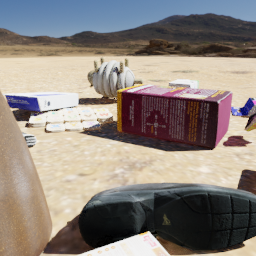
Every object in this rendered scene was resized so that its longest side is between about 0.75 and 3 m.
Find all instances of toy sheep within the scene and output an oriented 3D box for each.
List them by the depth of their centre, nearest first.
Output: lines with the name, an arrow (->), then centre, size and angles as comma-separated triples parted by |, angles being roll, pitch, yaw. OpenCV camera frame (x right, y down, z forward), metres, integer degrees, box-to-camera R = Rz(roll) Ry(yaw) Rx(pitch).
toy sheep -> -0.611, -2.196, 12.511 | 2.656, 1.831, 1.831 | 9, 19, 22

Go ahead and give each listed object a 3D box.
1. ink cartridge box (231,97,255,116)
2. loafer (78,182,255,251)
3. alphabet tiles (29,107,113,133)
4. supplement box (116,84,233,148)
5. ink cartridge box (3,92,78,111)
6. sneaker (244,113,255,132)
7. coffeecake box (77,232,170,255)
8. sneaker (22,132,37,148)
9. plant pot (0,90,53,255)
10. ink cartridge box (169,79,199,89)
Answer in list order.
ink cartridge box -> 5.470, -0.744, 10.469 | 2.988, 0.554, 1.415 | 2, 18, 15
loafer -> 0.623, 1.101, 3.971 | 2.525, 0.919, 0.913 | 2, 13, 1
alphabet tiles -> -1.970, -0.386, 9.772 | 2.781, 0.203, 2.720 | -5, 18, -13
supplement box -> 1.336, -0.475, 8.242 | 2.972, 1.273, 1.640 | 10, 20, 29
ink cartridge box -> -3.295, -1.036, 10.610 | 1.491, 0.588, 2.998 | 7, 10, 22
sneaker -> 3.614, -0.161, 7.597 | 0.536, 1.187, 0.464 | 30, 63, 4
coffeecake box -> -0.003, 1.635, 3.081 | 0.986, 0.360, 0.757 | -9, 19, -25
sneaker -> -3.048, 0.322, 7.268 | 1.194, 0.448, 0.689 | 1, 10, -31
plant pot -> -2.158, 0.480, 3.562 | 2.132, 2.281, 2.132 | -1, 17, 0
ink cartridge box -> 2.851, -2.051, 14.274 | 1.144, 0.664, 1.581 | 9, 20, 27
